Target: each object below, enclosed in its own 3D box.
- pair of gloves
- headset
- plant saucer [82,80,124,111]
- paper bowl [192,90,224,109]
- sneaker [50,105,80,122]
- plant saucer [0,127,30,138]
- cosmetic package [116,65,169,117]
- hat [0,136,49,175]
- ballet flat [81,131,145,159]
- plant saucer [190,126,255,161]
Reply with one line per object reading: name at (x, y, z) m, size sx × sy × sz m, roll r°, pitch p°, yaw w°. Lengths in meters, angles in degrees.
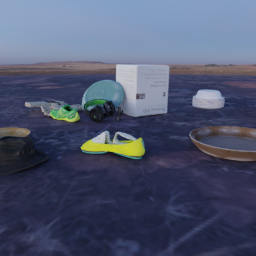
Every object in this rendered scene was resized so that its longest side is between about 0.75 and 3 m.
pair of gloves at (-3.809, -1.042, 14.510) m, size 2.572 × 0.451 × 2.187 m, roll 15°, pitch 17°, yaw 40°
headset at (-1.038, -0.838, 12.068) m, size 2.070 × 0.972 × 1.278 m, roll 31°, pitch 44°, yaw 35°
plant saucer at (-1.289, -1.544, 13.530) m, size 2.213 × 2.213 × 0.398 m, roll 6°, pitch -28°, yaw 24°
paper bowl at (4.638, -1.694, 16.134) m, size 1.767 × 0.919 × 1.767 m, roll 1°, pitch 14°, yaw 0°
sneaker at (-2.802, -0.711, 12.586) m, size 1.711 × 0.715 × 0.634 m, roll 9°, pitch 18°, yaw 34°
plant saucer at (-4.154, 0.352, 9.125) m, size 1.876 × 0.332 × 1.876 m, roll 0°, pitch 14°, yaw 0°
cosmetic package at (0.679, -1.951, 14.047) m, size 1.971 × 2.392 × 1.973 m, roll -8°, pitch 16°, yaw -30°
hat at (-3.044, 0.578, 7.444) m, size 1.815 × 0.732 × 1.815 m, roll 1°, pitch 14°, yaw 0°
ballet flat at (-0.454, 0.432, 8.123) m, size 1.997 × 0.669 × 0.667 m, roll 5°, pitch 15°, yaw 22°
plant saucer at (3.270, 0.450, 8.549) m, size 2.742 × 0.440 × 2.742 m, roll 1°, pitch 13°, yaw 0°
